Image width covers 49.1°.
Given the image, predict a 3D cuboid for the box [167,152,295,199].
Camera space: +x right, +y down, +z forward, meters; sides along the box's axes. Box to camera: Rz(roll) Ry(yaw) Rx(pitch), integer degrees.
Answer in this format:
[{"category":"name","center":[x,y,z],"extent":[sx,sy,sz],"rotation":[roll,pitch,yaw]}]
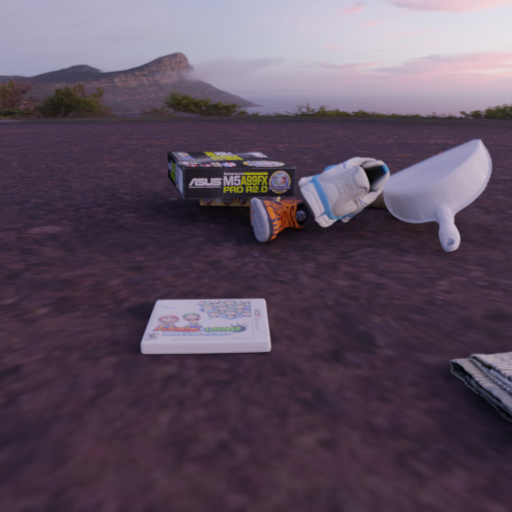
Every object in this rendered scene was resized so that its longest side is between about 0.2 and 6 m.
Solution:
[{"category":"box","center":[-0.651,-1.786,11.993],"extent":[2.244,0.620,2.801],"rotation":[-3,17,-14]}]

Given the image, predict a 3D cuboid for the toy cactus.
[{"category":"toy cactus","center":[3.224,-1.389,11.979],"extent":[1.959,1.214,2.374],"rotation":[-1,25,35]}]

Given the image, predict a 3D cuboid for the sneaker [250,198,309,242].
[{"category":"sneaker","center":[0.474,-0.748,10.216],"extent":[1.067,0.739,1.905],"rotation":[-3,17,-4]}]

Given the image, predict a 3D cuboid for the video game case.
[{"category":"video game case","center":[-0.535,0.764,6.287],"extent":[1.330,0.158,1.211],"rotation":[-1,17,-2]}]

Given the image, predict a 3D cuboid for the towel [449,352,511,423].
[{"category":"towel","center":[2.853,1.157,4.767],"extent":[1.787,0.309,1.721],"rotation":[-5,18,-13]}]

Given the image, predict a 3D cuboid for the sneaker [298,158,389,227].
[{"category":"sneaker","center":[1.885,-1.301,10.427],"extent":[1.342,1.161,3.098],"rotation":[-25,5,23]}]

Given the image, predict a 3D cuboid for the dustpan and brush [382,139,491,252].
[{"category":"dustpan and brush","center":[3.319,-1.005,10.154],"extent":[2.129,0.873,3.051],"rotation":[-23,16,24]}]

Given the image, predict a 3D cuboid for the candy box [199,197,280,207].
[{"category":"candy box","center":[-0.348,-1.463,12.914],"extent":[1.776,0.491,1.025],"rotation":[3,17,4]}]
